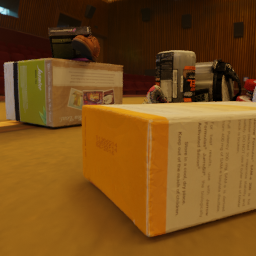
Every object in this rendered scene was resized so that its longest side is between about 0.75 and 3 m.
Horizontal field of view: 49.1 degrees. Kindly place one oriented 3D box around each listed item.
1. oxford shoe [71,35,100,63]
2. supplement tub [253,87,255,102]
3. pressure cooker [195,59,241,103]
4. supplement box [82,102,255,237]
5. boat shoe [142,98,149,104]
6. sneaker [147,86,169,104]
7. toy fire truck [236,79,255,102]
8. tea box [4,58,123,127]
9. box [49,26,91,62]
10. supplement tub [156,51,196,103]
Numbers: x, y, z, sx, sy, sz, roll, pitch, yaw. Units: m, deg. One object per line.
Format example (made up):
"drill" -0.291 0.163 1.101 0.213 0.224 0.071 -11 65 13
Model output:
"oxford shoe" -1.233 -2.545 8.520 0.658 0.657 1.844 26 4 2
"supplement tub" 5.031 -0.756 8.016 2.375 1.567 1.567 1 8 -1
"pressure cooker" 3.776 -1.897 12.928 2.718 2.428 2.390 4 6 32
"supplement box" 0.957 0.210 3.289 2.633 0.968 1.659 -4 9 -25
"boat shoe" 0.805 -0.788 10.952 0.682 0.787 1.847 -2 8 -16
"sneaker" 1.128 -0.762 9.028 0.605 1.500 0.560 -45 38 -8
"toy fire truck" 5.134 -0.779 9.799 2.395 1.343 2.011 -5 28 -25
"tea box" -2.173 -1.226 9.665 2.925 1.987 2.973 9 11 39
"box" -1.923 -2.738 9.368 1.285 0.325 1.798 -7 -12 -13
"supplement tub" 1.844 -1.661 10.944 1.536 2.508 1.536 0 8 0
